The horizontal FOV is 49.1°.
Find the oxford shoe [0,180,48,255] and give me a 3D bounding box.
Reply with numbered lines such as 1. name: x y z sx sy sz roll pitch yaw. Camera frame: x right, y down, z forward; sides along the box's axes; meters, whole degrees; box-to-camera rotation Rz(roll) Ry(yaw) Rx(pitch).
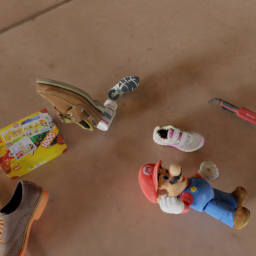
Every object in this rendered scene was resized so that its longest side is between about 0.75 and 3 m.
1. oxford shoe: -2.684 2.282 6.257 0.823 0.842 2.309 -3 55 35

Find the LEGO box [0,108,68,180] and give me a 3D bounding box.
1. LEGO box: -2.699 0.414 7.652 1.686 0.650 1.255 -29 63 -16

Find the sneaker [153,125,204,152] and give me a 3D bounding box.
1. sneaker: 1.316 0.264 7.561 1.437 0.634 0.585 6 77 20

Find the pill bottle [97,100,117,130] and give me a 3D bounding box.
1. pill bottle: -0.625 -0.384 7.999 0.482 0.482 0.805 20 62 11

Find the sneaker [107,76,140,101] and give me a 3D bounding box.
1. sneaker: -0.122 -1.288 8.496 0.455 1.172 0.506 55 33 -15

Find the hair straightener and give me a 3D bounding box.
1. hair straightener: 3.176 -0.469 8.290 1.690 0.650 0.346 27 93 27

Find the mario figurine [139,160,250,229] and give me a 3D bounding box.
1. mario figurine: 1.539 1.371 6.568 2.619 1.617 1.388 17 87 4

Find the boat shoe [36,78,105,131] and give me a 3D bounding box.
1. boat shoe: -1.277 -0.468 6.580 0.812 2.257 0.767 13 83 32
